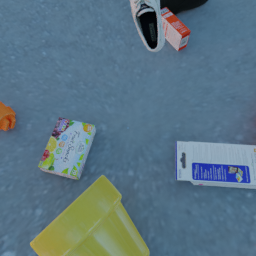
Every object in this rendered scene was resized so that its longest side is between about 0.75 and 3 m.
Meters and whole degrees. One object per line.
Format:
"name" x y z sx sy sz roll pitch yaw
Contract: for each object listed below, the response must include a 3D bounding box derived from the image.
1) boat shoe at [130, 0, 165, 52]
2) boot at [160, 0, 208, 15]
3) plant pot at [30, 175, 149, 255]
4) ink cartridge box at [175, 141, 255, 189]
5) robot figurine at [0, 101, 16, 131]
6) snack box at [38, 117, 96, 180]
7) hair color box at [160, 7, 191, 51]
"boat shoe" 0.336 -2.345 5.554 0.610 0.557 1.695 -8 108 14
"boot" 1.275 -5.085 10.011 2.912 1.051 2.200 -20 64 -15
"plant pot" -0.647 2.395 5.985 2.051 2.051 1.930 -42 86 -18
"ink cartridge box" 2.400 0.971 7.437 2.346 0.435 1.111 4 65 0
"robot figurine" -3.680 -0.383 7.969 1.072 0.625 0.771 39 72 17
"snack box" -1.619 0.539 7.644 1.086 0.404 1.527 13 65 6
"hair color box" 1.466 -3.280 9.297 0.416 0.722 1.302 -32 69 -15
